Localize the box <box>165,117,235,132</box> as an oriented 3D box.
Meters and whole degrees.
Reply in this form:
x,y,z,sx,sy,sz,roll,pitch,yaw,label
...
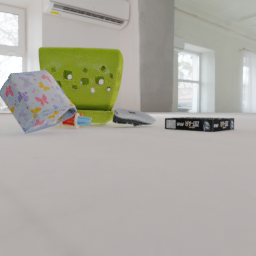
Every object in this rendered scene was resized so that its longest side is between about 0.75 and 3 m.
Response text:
x,y,z,sx,sy,sz,roll,pitch,yaw,label
1.760,-0.111,6.939,1.349,0.294,1.081,4,5,45,box

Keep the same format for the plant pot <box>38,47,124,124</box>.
x,y,z,sx,sy,sz,roll,pitch,yaw,label
-1.362,-1.239,8.824,2.354,2.136,2.342,3,5,1,plant pot

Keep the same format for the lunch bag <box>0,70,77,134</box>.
x,y,z,sx,sy,sz,roll,pitch,yaw,label
-1.831,-0.577,5.938,0.828,1.104,1.302,-42,-8,34,lunch bag

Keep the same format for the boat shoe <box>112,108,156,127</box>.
x,y,z,sx,sy,sz,roll,pitch,yaw,label
0.161,-0.248,7.828,1.333,0.377,0.458,10,28,-30,boat shoe

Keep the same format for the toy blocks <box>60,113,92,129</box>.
x,y,z,sx,sy,sz,roll,pitch,yaw,label
-1.481,-0.256,7.400,1.143,0.415,0.953,4,12,4,toy blocks
